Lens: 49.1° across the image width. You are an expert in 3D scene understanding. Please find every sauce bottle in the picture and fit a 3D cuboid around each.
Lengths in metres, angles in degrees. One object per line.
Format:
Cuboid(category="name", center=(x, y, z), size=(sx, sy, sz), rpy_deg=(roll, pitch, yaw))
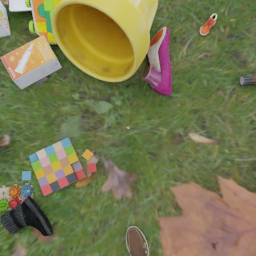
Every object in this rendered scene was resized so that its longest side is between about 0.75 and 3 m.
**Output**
Cuboid(category="sauce bottle", center=(4.651, -1.700, 9.656), size=(1.477, 0.478, 0.478), rpy_deg=(-6, 76, -2))

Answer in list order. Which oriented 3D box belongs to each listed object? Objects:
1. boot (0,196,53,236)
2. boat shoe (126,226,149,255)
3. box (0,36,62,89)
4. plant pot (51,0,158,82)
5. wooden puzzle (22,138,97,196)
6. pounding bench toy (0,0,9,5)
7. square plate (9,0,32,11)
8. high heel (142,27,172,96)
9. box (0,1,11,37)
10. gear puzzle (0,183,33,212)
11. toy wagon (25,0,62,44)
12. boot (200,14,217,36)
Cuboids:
Cuboid(category="boot", center=(-3.048, 2.929, 8.493), size=(1.076, 0.541, 1.439), rpy_deg=(-39, 79, -8))
Cuboid(category="boat shoe", center=(0.360, 3.755, 8.252), size=(0.614, 0.615, 1.663), rpy_deg=(-17, 77, -4))
Cuboid(category="box", center=(-3.296, -2.242, 9.621), size=(1.616, 0.788, 1.005), rpy_deg=(-31, 78, -7))
Cuboid(category="plant pot", center=(-0.447, -3.494, 8.989), size=(2.976, 2.976, 2.800), rpy_deg=(26, 63, 6))
Cuboid(category="wooden puzzle", center=(-2.285, 1.231, 9.095), size=(2.423, 0.170, 1.437), rpy_deg=(-25, 78, -6))
Cuboid(category="pounding bench toy", center=(-5.099, -5.272, 10.225), size=(1.343, 1.048, 0.835), rpy_deg=(10, 77, 2))
Cuboid(category="square plate", center=(-3.422, -5.185, 10.523), size=(1.952, 0.278, 1.934), rpy_deg=(-4, 76, -8))
Cuboid(category="high heel", center=(1.250, -2.362, 9.875), size=(1.198, 0.840, 2.492), rpy_deg=(32, 66, -30))
Cuboid(category="box", center=(-4.913, -4.011, 9.409), size=(1.032, 2.035, 1.145), rpy_deg=(-13, 79, -3))
Cuboid(category="gear puzzle", center=(-3.800, 2.209, 8.839), size=(1.586, 0.208, 0.822), rpy_deg=(-5, 76, -1))
Cuboid(category="toy wagon", center=(-2.470, -4.111, 9.464), size=(1.928, 2.484, 0.492), rpy_deg=(1, 34, 0))
Cuboid(category="boot", center=(2.925, -3.769, 10.173), size=(0.322, 0.460, 0.857), rpy_deg=(36, 81, 6))
